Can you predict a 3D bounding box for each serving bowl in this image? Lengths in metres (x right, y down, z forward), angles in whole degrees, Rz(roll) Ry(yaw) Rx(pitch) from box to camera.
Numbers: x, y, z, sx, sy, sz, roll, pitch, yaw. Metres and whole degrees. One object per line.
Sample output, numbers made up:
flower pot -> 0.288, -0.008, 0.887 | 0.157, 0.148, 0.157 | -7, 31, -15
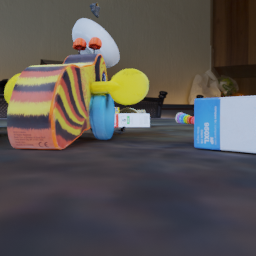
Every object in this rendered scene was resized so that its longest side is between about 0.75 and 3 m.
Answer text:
serving bowl -> -1.360, -3.068, 10.700 | 2.132, 0.701, 2.132 | 35, -19, 14

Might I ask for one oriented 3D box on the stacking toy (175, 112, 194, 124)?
stacking toy -> 2.452, -0.344, 11.583 | 0.491, 0.491, 1.151 | -1, 10, -23

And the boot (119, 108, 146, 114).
boot -> 0.379, -0.586, 13.435 | 1.534, 0.715, 1.984 | -1, 1, -35

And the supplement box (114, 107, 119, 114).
supplement box -> -0.997, -0.464, 10.784 | 1.229, 0.673, 0.669 | 0, 3, 11

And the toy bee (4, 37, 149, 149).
toy bee -> -0.762, -0.576, 3.893 | 1.826, 1.517, 2.790 | -2, 3, -11

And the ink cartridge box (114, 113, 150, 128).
ink cartridge box -> -0.219, -0.219, 8.226 | 1.647, 0.415, 0.898 | -1, 3, -2

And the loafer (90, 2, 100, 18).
loafer -> -1.163, -4.306, 10.163 | 0.310, 0.857, 0.312 | -33, -38, 15

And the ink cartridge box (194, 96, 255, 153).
ink cartridge box -> 1.356, -0.039, 2.586 | 1.208, 0.509, 0.874 | 2, 3, 45
